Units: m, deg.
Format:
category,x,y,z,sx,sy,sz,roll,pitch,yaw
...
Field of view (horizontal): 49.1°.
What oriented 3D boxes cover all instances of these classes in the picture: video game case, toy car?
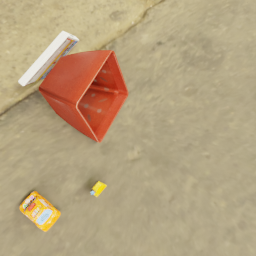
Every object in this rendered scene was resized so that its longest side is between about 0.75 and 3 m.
category,x,y,z,sx,sy,sz,roll,pitch,yaw
video game case,-2.207,-2.036,8.179,0.214,2.454,1.754,43,99,-12
toy car,-1.785,1.751,7.426,2.268,0.755,1.112,-33,70,-10

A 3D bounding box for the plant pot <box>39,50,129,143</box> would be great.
category,x,y,z,sx,sy,sz,roll,pitch,yaw
plant pot,-1.365,-1.073,8.315,1.760,1.995,1.997,19,65,24
